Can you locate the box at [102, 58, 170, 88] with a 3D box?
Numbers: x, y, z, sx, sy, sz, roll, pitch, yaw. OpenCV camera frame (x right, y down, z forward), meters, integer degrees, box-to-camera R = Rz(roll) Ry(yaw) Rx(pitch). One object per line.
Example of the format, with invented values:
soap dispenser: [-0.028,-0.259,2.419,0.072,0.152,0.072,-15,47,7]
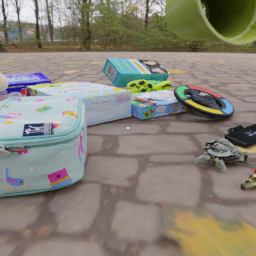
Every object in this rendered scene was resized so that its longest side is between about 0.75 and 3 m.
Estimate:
box: [0.392,-2.310,11.735,2.749,0.676,1.131,-9,49,-39]

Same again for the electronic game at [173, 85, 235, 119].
electronic game: [2.381,-0.866,8.813,1.963,0.408,1.963,12,30,-7]

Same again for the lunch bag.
lunch bag: [-1.964,0.151,5.335,2.331,1.121,2.907,-2,18,-6]

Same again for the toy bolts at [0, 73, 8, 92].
toy bolts: [-3.030,-0.355,6.327,1.096,1.509,1.580,-19,-21,-11]

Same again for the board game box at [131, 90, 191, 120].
board game box: [0.946,-0.847,9.476,2.417,0.442,1.828,-10,20,-31]

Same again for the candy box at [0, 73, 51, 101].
candy box: [-4.066,-1.473,10.587,2.066,0.941,2.443,-9,21,-22]

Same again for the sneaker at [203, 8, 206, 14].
sneaker: [3.077,-3.444,8.997,1.142,0.746,2.041,26,7,-17]

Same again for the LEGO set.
LEGO set: [1.945,0.506,5.253,1.138,0.497,1.753,-11,21,-32]

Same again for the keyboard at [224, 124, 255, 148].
keyboard: [2.920,0.161,6.851,1.437,0.184,0.863,-13,29,-37]

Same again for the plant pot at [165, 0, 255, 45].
plant pot: [1.854,-2.802,6.294,2.056,2.056,1.890,-7,11,-20]

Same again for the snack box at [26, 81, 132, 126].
snack box: [-1.558,-0.837,8.709,2.254,0.905,2.673,-14,24,-39]

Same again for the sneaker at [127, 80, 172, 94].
sneaker: [0.767,-1.488,11.090,2.230,0.826,0.932,-6,10,-41]
